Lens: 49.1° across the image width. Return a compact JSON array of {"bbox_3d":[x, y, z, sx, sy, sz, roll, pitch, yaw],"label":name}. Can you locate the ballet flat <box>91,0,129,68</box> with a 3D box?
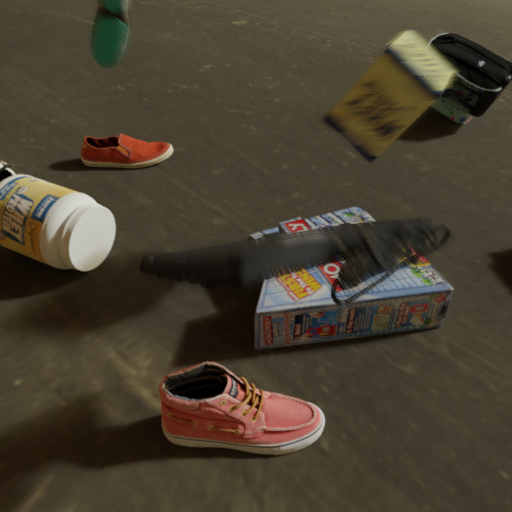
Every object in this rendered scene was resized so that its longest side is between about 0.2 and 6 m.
[{"bbox_3d":[-2.551,-4.381,10.081,0.653,1.937,0.617,14,35,-5],"label":"ballet flat"}]

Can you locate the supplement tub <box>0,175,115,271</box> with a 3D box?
[{"bbox_3d":[-3.822,-0.599,10.452,2.016,1.458,1.458,18,44,21],"label":"supplement tub"}]

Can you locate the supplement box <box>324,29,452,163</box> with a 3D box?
[{"bbox_3d":[2.127,-2.561,8.936,1.027,1.530,1.528,42,38,-3],"label":"supplement box"}]

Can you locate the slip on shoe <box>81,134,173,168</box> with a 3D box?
[{"bbox_3d":[-3.099,-2.551,13.386,2.182,0.668,0.808,-1,39,-4],"label":"slip on shoe"}]

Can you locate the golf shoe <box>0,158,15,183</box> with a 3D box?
[{"bbox_3d":[-6.062,-1.793,12.312,1.524,1.254,3.226,5,37,-24],"label":"golf shoe"}]

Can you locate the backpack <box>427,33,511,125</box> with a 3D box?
[{"bbox_3d":[5.452,-4.836,15.041,2.326,1.751,2.065,39,53,9],"label":"backpack"}]

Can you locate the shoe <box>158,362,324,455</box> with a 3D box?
[{"bbox_3d":[-0.187,2.068,7.631,2.289,1.041,0.818,1,40,1],"label":"shoe"}]

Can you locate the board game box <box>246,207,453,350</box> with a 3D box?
[{"bbox_3d":[1.105,0.318,9.757,3.127,0.965,3.129,-15,43,-18],"label":"board game box"}]

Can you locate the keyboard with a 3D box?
[{"bbox_3d":[0.681,0.086,5.790,1.809,0.689,3.475,-1,8,43],"label":"keyboard"}]
